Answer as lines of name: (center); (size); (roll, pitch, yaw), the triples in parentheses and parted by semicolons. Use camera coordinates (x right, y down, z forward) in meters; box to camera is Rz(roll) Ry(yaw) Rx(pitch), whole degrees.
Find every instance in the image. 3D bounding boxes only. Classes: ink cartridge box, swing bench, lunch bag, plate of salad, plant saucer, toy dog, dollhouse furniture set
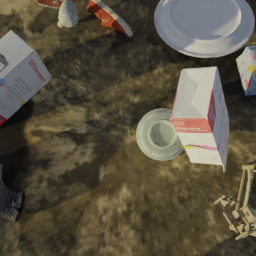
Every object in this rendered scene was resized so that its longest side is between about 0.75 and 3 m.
ink cartridge box: (-3.282, -1.139, 7.295); (0.959, 1.653, 2.240); (40, 78, 9)
swing bench: (3.353, 1.715, 6.481); (1.134, 1.748, 1.738); (17, 75, 4)
lunch bag: (3.971, -1.658, 7.830); (1.448, 0.921, 1.228); (-4, 75, -7)
plate of salad: (2.208, -3.153, 8.275); (2.880, 0.692, 2.880); (-1, 66, 3)
plant saucer: (0.921, 0.170, 7.470); (1.420, 0.356, 1.420); (0, 87, 4)
toy dog: (-2.056, -3.795, 8.230); (1.585, 1.157, 2.403); (37, 40, -28)
ink cartridge box: (1.861, -0.077, 6.764); (0.839, 2.485, 1.447); (1, 56, 29)
dollhouse furniture set: (2.201, 1.877, 5.782); (0.563, 0.865, 0.795); (-49, 50, 29)

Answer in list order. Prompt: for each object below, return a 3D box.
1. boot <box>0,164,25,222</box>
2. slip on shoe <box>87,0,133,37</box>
boot: (-3.102, 1.634, 7.210); (0.949, 0.503, 1.442); (5, 86, -2)
slip on shoe: (-0.538, -3.276, 8.478); (1.713, 0.635, 0.524); (40, 108, 6)
